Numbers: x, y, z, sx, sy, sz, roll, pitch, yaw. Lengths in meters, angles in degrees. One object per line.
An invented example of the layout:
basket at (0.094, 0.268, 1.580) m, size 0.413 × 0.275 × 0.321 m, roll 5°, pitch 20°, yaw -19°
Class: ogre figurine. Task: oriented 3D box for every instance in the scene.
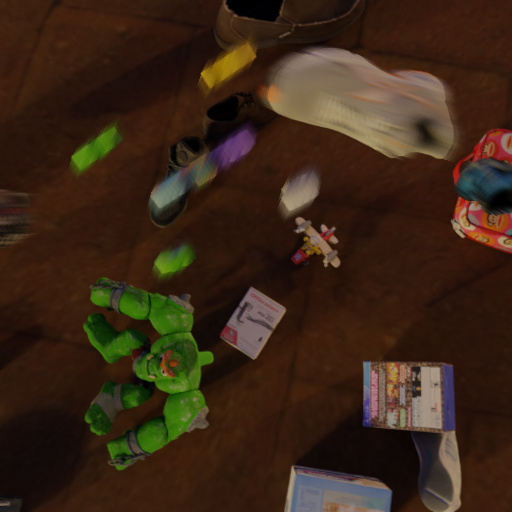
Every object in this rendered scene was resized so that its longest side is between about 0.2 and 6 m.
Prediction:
ogre figurine at (-1.959, 1.976, 10.200) m, size 2.019 × 1.653 × 3.368 m, roll -12°, pitch 61°, yaw 15°

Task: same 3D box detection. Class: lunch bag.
lunch bag at (4.940, -1.329, 11.222) m, size 2.029 × 0.944 × 2.303 m, roll 20°, pitch 78°, yaw 5°

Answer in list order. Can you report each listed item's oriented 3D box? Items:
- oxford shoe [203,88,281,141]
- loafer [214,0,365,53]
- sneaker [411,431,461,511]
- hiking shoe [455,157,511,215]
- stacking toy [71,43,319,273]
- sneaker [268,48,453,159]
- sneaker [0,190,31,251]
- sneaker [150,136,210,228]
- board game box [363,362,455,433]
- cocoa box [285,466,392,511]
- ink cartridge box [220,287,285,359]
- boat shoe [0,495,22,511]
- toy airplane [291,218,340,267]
oxford shoe at (-0.144, -3.085, 11.695) m, size 2.048 × 0.865 × 0.744 m, roll -26°, pitch 76°, yaw -8°
loafer at (0.771, -5.299, 12.014) m, size 3.433 × 1.219 × 1.254 m, roll -19°, pitch 77°, yaw -4°
sneaker at (3.314, 3.578, 10.230) m, size 0.754 × 0.859 × 2.143 m, roll -14°, pitch 54°, yaw 32°
hiking shoe at (3.491, -1.001, 8.324) m, size 0.810 × 1.869 × 0.695 m, roll -42°, pitch 101°, yaw -11°
stacking toy at (-0.873, -1.360, 8.710) m, size 3.197 × 0.751 × 2.411 m, roll -28°, pitch 108°, yaw 16°
sneaker at (1.713, -2.169, 8.451) m, size 3.059 × 1.158 × 1.407 m, roll 1°, pitch 54°, yaw -17°
sneaker at (-4.092, -0.499, 8.811) m, size 0.934 × 0.879 × 2.281 m, roll -6°, pitch 36°, yaw -7°
sneaker at (-1.602, -1.559, 11.202) m, size 0.760 × 1.139 × 1.988 m, roll 28°, pitch 81°, yaw 8°
board game box at (2.738, 2.517, 10.092) m, size 1.463 × 0.708 × 1.166 m, roll -6°, pitch 74°, yaw 34°
cocoa box at (1.388, 4.423, 9.792) m, size 1.674 × 1.099 × 1.117 m, roll 9°, pitch 77°, yaw 2°
ink cartridge box at (-0.063, 1.300, 10.851) m, size 0.827 × 0.481 × 1.135 m, roll 32°, pitch 77°, yaw 7°
boat shoe at (-5.200, 4.365, 9.997) m, size 1.980 × 0.741 × 0.612 m, roll 15°, pitch 78°, yaw 2°
toy airplane at (1.210, -0.269, 11.115) m, size 0.969 × 0.684 × 0.965 m, roll 6°, pitch 76°, yaw 2°
